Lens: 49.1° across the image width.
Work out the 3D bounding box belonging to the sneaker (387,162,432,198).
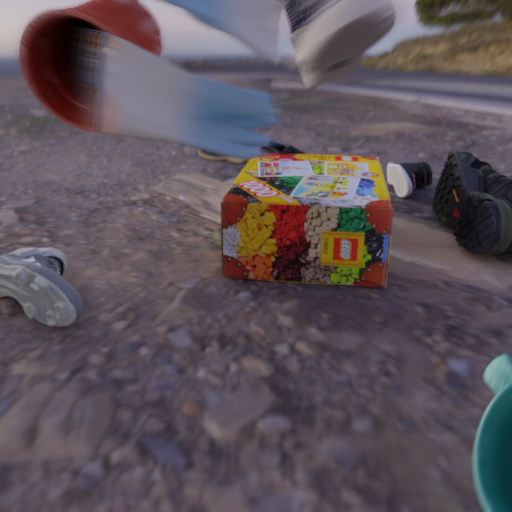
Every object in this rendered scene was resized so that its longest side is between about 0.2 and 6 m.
[{"bbox_3d":[3.756,-1.874,13.295,1.000,0.713,2.016,-4,18,5],"label":"sneaker"}]

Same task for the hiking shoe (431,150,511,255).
[{"bbox_3d":[4.550,-0.942,10.663,1.832,1.378,3.640,11,30,-1],"label":"hiking shoe"}]

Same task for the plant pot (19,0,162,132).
[{"bbox_3d":[-2.450,-3.239,8.955,1.855,1.855,1.804,5,40,12],"label":"plant pot"}]

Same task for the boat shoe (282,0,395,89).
[{"bbox_3d":[0.626,-2.379,5.380,0.876,1.088,2.346,-21,6,1],"label":"boat shoe"}]

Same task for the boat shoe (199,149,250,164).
[{"bbox_3d":[-0.919,-3.149,16.482,1.803,0.649,0.650,16,27,33],"label":"boat shoe"}]

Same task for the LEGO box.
[{"bbox_3d":[0.947,-0.796,9.890,2.560,1.326,3.437,3,23,7],"label":"LEGO box"}]

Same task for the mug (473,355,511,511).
[{"bbox_3d":[2.502,1.478,4.119,1.046,1.390,1.691,30,52,-22],"label":"mug"}]

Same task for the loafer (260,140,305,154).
[{"bbox_3d":[0.811,-2.984,16.169,1.851,0.583,0.665,20,30,40],"label":"loafer"}]

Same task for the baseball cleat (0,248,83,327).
[{"bbox_3d":[-3.017,0.280,7.957,2.413,0.841,1.284,16,28,33],"label":"baseball cleat"}]

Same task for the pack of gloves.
[{"bbox_3d":[-0.412,-2.301,6.246,0.529,2.250,2.678,11,8,38],"label":"pack of gloves"}]
